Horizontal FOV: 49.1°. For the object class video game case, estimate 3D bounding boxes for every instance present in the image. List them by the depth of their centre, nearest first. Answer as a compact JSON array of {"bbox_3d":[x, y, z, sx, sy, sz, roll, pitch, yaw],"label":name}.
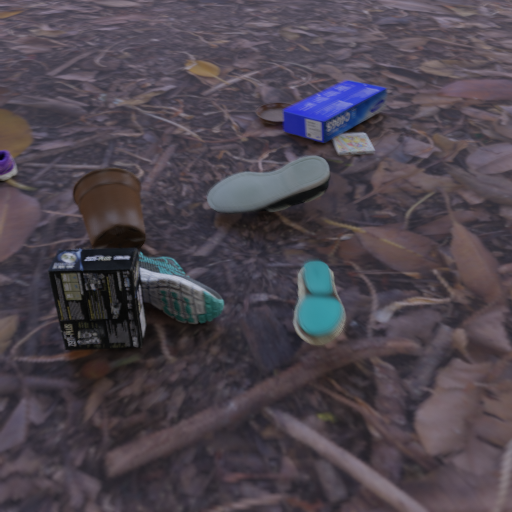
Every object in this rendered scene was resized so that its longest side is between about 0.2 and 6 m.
[{"bbox_3d":[2.610,-3.049,15.224,0.972,0.122,1.068,-4,39,-3],"label":"video game case"}]

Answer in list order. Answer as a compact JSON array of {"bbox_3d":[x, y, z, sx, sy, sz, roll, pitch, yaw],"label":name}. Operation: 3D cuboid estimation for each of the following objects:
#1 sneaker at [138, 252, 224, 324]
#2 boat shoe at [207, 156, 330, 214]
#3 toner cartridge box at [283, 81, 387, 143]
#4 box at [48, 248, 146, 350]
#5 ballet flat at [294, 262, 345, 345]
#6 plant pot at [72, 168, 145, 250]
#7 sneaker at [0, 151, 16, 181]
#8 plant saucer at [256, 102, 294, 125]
[{"bbox_3d":[-1.606,0.446,10.278,2.401,0.932,1.095,17,36,17],"label":"sneaker"},{"bbox_3d":[0.317,-1.399,12.573,2.766,0.834,1.046,-11,62,5],"label":"boat shoe"},{"bbox_3d":[2.308,-4.221,16.169,1.468,0.667,3.090,27,46,35],"label":"toner cartridge box"},{"bbox_3d":[-2.567,0.725,9.254,1.311,1.601,0.689,-2,31,-2],"label":"box"},{"bbox_3d":[1.067,0.944,9.503,0.826,0.764,2.449,4,27,6],"label":"ballet flat"},{"bbox_3d":[-2.920,-0.799,11.387,1.410,1.410,1.396,-12,58,-14],"label":"plant pot"},{"bbox_3d":[-6.610,-1.997,13.415,0.714,0.739,1.772,17,42,20],"label":"sneaker"},{"bbox_3d":[0.666,-4.189,16.586,1.334,0.214,1.334,-1,39,0],"label":"plant saucer"}]
